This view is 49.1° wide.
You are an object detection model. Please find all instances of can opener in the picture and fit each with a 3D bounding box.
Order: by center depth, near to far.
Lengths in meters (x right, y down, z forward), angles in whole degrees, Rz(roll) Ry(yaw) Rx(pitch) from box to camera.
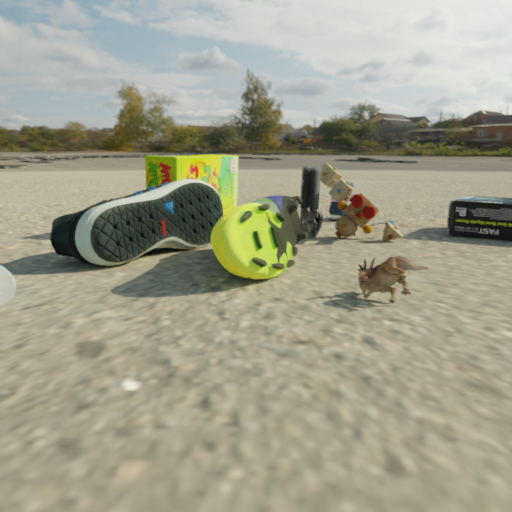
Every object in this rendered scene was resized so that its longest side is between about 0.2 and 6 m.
[{"bbox_3d":[1.084,-1.036,10.860,0.381,1.428,0.477,13,22,29],"label":"can opener"}]

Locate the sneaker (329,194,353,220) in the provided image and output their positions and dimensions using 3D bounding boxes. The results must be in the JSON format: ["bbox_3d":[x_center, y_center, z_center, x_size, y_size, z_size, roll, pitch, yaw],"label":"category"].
[{"bbox_3d":[2.458,-1.282,14.049,0.605,0.708,1.725,9,14,40],"label":"sneaker"}]

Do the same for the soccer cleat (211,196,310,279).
[{"bbox_3d":[-0.111,-0.239,8.286,1.378,1.065,3.294,-15,7,18],"label":"soccer cleat"}]

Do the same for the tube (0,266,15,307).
[{"bbox_3d":[-3.296,0.269,6.766,0.713,0.464,1.840,2,3,-31],"label":"tube"}]

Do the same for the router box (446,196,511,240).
[{"bbox_3d":[5.231,-0.760,11.245,2.338,0.726,1.752,7,13,32],"label":"router box"}]

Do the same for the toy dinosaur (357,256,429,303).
[{"bbox_3d":[1.485,0.198,6.414,0.879,0.377,0.596,-35,36,26],"label":"toy dinosaur"}]

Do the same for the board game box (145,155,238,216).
[{"bbox_3d":[-1.343,-1.452,12.567,0.743,1.585,3.120,6,12,20],"label":"board game box"}]

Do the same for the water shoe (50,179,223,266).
[{"bbox_3d":[-1.868,-0.651,9.430,1.335,1.210,3.384,4,10,32],"label":"water shoe"}]

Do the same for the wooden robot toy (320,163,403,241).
[{"bbox_3d":[1.788,-0.791,10.823,2.087,0.947,0.919,45,16,10],"label":"wooden robot toy"}]
